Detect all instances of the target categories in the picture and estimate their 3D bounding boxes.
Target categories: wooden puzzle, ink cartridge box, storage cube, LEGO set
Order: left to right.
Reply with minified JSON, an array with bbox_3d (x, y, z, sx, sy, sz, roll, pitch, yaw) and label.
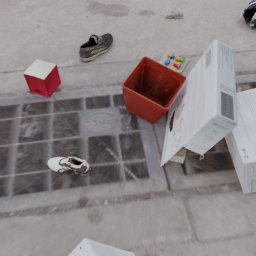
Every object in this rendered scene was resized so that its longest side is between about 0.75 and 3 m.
[{"bbox_3d":[-2.761,-1.623,9.107,0.778,0.818,0.911,18,55,12],"label":"storage cube"},{"bbox_3d":[1.656,-2.432,10.162,0.935,0.217,0.866,21,54,16],"label":"wooden puzzle"},{"bbox_3d":[1.797,0.428,7.584,0.929,0.263,0.604,35,55,-5],"label":"LEGO set"},{"bbox_3d":[1.815,-0.538,7.390,0.617,2.460,2.834,22,51,-9],"label":"ink cartridge box"}]

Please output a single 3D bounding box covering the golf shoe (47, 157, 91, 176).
[{"bbox_3d":[-1.561,0.900,7.282,1.175,0.518,0.454,6,52,7],"label":"golf shoe"}]

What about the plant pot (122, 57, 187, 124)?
[{"bbox_3d":[0.662,-0.978,8.225,1.402,1.237,1.404,29,58,8],"label":"plant pot"}]

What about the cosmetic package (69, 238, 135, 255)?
[{"bbox_3d":[-0.552,2.818,4.534,1.552,1.557,0.957,-47,49,-1],"label":"cosmetic package"}]

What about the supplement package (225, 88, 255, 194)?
[{"bbox_3d":[3.592,0.189,6.795,2.145,1.577,2.051,-13,49,12],"label":"supplement package"}]

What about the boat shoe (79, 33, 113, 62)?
[{"bbox_3d":[-1.145,-3.123,10.443,0.654,0.643,1.755,27,56,20],"label":"boat shoe"}]

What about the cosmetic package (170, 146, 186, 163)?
[{"bbox_3d":[1.398,0.523,7.716,0.437,0.296,0.832,11,52,9],"label":"cosmetic package"}]

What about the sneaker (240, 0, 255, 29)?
[{"bbox_3d":[5.769,-4.411,11.230,1.735,1.064,2.667,-35,59,-24],"label":"sneaker"}]

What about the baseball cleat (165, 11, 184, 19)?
[{"bbox_3d":[2.006,-4.956,12.167,0.809,0.282,0.430,1,51,-1],"label":"baseball cleat"}]
